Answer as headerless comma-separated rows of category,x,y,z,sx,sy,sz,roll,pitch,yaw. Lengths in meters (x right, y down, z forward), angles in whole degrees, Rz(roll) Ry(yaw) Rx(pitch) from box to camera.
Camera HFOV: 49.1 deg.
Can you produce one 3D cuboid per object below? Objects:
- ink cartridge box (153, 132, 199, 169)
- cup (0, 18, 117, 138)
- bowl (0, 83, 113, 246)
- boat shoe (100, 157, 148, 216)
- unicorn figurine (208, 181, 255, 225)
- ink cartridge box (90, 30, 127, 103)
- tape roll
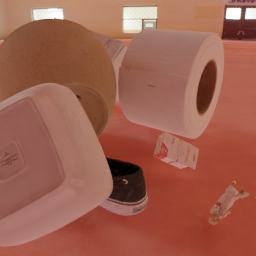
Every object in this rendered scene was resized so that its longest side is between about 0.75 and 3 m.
ink cartridge box,0.975,0.491,5.612,0.846,0.493,0.285,26,-26,-15
cup,-1.464,-0.703,6.371,2.990,2.990,2.138,-8,34,-20
bowl,-1.338,0.430,3.578,1.867,1.864,0.697,-28,-16,8
boat shoe,-0.803,0.736,5.144,2.654,0.751,0.911,14,26,29
unicorn figurine,1.580,1.118,4.334,1.006,0.691,0.371,-30,62,-9
ink cartridge box,-1.472,-2.408,10.144,2.980,2.153,1.261,24,71,19
tape roll,1.233,-1.206,7.460,1.839,2.678,2.678,16,26,30
